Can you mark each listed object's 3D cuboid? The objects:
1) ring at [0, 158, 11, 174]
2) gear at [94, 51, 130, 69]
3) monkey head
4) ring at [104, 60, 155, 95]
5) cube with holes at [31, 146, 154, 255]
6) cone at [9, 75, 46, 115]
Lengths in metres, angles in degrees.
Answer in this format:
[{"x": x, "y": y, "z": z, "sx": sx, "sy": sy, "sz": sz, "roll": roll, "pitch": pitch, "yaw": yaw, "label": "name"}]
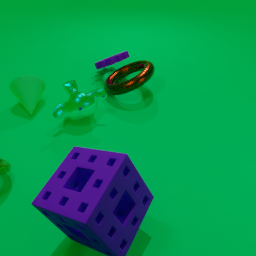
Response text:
[{"x": -2.916, "y": 0.696, "z": 5.579, "sx": 1.108, "sy": 0.222, "sz": 1.108, "roll": 14, "pitch": -3, "yaw": 1, "label": "ring"}, {"x": -0.537, "y": -2.276, "z": 9.387, "sx": 1.178, "sy": 0.218, "sz": 1.178, "roll": -19, "pitch": 17, "yaw": 6, "label": "gear"}, {"x": -1.336, "y": -0.754, "z": 7.328, "sx": 1.468, "sy": 1.056, "sz": 0.885, "roll": -25, "pitch": 10, "yaw": -11, "label": "monkey head"}, {"x": 0.021, "y": -1.542, "z": 8.497, "sx": 1.672, "sy": 0.334, "sz": 1.672, "roll": -21, "pitch": 30, "yaw": 13, "label": "ring"}, {"x": -0.502, "y": 1.154, "z": 4.478, "sx": 1.158, "sy": 1.158, "sz": 1.158, "roll": 4, "pitch": 48, "yaw": 37, "label": "cube with holes"}, {"x": -2.722, "y": -0.764, "z": 7.747, "sx": 0.975, "sy": 0.975, "sz": 0.978, "roll": -10, "pitch": 62, "yaw": -12, "label": "cone"}]
